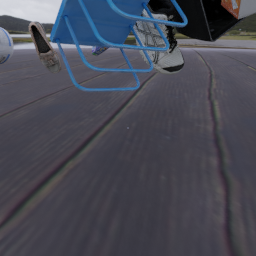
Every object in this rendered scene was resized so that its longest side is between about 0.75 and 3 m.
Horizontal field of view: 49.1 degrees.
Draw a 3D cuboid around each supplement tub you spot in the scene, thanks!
[{"bbox_3d":[-3.463,-1.956,6.485,0.953,0.953,1.444,5,11,13],"label":"supplement tub"}]

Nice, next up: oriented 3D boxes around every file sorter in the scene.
[{"bbox_3d":[-0.082,-1.968,5.046,1.718,2.475,1.519,-7,62,-36],"label":"file sorter"}]

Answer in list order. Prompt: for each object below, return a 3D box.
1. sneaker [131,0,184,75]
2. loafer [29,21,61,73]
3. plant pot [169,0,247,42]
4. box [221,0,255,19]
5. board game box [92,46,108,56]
[{"bbox_3d":[0.797,-2.577,7.314,1.250,2.852,1.079,-11,43,46],"label":"sneaker"},{"bbox_3d":[-3.094,-2.897,10.290,0.714,1.987,0.625,-22,23,0],"label":"loafer"},{"bbox_3d":[1.907,-3.212,7.210,1.527,1.530,1.358,-39,31,-22],"label":"plant pot"},{"bbox_3d":[1.836,-2.298,4.431,0.426,0.875,0.544,-21,52,-3],"label":"box"},{"bbox_3d":[-0.801,-3.390,10.202,0.263,1.032,1.525,12,-17,-36],"label":"board game box"}]
